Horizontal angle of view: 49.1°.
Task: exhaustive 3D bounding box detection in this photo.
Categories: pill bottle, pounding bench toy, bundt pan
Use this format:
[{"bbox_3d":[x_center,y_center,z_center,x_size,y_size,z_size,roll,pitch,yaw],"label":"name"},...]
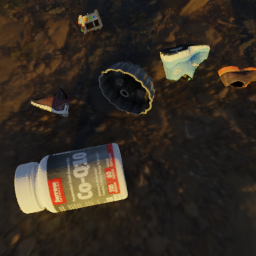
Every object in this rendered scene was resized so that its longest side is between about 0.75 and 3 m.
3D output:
[{"bbox_3d":[-1.309,1.237,6.745,2.418,1.377,1.377,-11,56,-4],"label":"pill bottle"},{"bbox_3d":[-1.486,-3.968,10.671,0.759,0.973,0.604,-23,102,-9],"label":"pounding bench toy"},{"bbox_3d":[0.050,-1.228,8.245,1.764,1.764,0.662,24,59,16],"label":"bundt pan"}]

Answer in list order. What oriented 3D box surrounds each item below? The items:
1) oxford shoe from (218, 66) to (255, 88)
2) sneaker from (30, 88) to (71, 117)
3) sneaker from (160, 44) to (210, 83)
[{"bbox_3d":[3.708,-1.572,9.094,1.792,0.638,0.650,-3,75,-24],"label":"oxford shoe"},{"bbox_3d":[-2.270,-0.875,8.449,1.330,0.503,0.768,19,90,17],"label":"sneaker"},{"bbox_3d":[1.825,-2.093,9.036,0.975,1.119,2.488,15,29,37],"label":"sneaker"}]
